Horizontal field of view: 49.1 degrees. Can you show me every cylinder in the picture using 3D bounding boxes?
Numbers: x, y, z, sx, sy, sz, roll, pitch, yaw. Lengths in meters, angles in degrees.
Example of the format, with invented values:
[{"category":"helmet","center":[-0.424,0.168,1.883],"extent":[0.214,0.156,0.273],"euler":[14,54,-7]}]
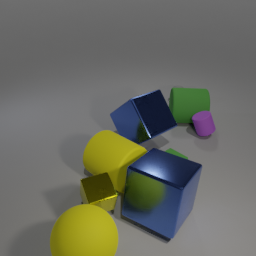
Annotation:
[{"category":"cylinder","center":[2.803,-0.168,10.348],"extent":[0.700,0.700,0.700],"euler":[-21,23,9]},{"category":"cylinder","center":[-0.352,0.942,8.155],"extent":[1.400,1.400,1.400],"euler":[26,39,36]},{"category":"cylinder","center":[2.421,-0.895,11.243],"extent":[1.400,1.400,1.400],"euler":[2,30,1]}]

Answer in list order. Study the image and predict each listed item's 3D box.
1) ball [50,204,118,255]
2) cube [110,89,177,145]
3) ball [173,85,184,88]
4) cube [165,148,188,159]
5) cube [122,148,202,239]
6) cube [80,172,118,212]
[{"category":"ball","center":[-0.901,2.313,5.829],"extent":[1.400,1.400,1.400],"euler":[0,30,0]},{"category":"cube","center":[0.513,-0.276,9.487],"extent":[1.400,1.400,1.400],"euler":[-23,-5,-38]},{"category":"ball","center":[2.315,-1.626,12.968],"extent":[0.700,0.700,0.700],"euler":[0,30,0]},{"category":"cube","center":[1.304,1.155,8.496],"extent":[0.700,0.700,0.700],"euler":[-25,39,-36]},{"category":"cube","center":[0.842,1.525,6.933],"extent":[1.400,1.400,1.400],"euler":[18,24,27]},{"category":"cube","center":[-0.724,1.603,6.759],"extent":[0.700,0.700,0.700],"euler":[-13,52,-21]}]
